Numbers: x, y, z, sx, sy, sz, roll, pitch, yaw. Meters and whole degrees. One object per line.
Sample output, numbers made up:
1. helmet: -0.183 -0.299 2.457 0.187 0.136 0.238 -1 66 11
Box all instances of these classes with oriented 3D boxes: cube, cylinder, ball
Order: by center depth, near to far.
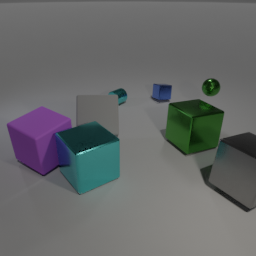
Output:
1. cube: 3.339 1.085 7.709 1.400 1.400 1.400 -9 28 -35
2. cube: -1.188 0.824 8.363 1.400 1.400 1.400 -19 34 -31
3. cube: -2.732 0.354 8.970 1.400 1.400 1.400 22 39 29
4. cube: -1.063 -0.326 9.978 1.400 1.400 1.400 -1 -9 -4
5. cube: 2.337 -0.105 10.023 1.400 1.400 1.400 -10 28 -24
6. ball: 3.208 -1.566 10.819 0.700 0.700 0.700 0 28 0
7. cylinder: -0.508 -1.515 13.611 0.700 0.700 0.700 21 34 34
8. cube: 1.694 -1.821 13.967 0.700 0.700 0.700 -4 17 -23
